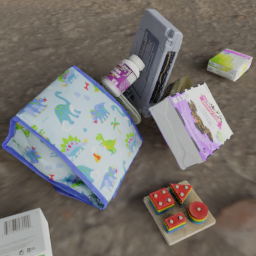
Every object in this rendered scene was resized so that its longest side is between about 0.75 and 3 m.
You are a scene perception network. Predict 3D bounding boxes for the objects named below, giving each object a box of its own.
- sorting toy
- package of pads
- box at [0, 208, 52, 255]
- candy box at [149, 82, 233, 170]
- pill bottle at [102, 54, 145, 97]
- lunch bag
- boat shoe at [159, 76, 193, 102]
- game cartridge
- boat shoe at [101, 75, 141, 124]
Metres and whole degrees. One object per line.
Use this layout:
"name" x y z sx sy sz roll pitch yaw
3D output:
"sorting toy" 1.208 1.859 6.601 1.259 0.441 1.266 -18 47 -18
"package of pads" 3.990 -2.477 10.900 1.228 0.542 1.590 31 47 27
"box" -2.141 2.359 5.761 0.967 0.833 0.972 -14 52 -13
"candy box" 1.726 -0.145 7.341 2.056 0.736 1.725 -25 86 -48
"pill bottle" -0.115 -1.572 8.294 1.239 0.696 0.696 -46 56 -4
"lunch bag" -1.183 0.289 7.248 2.919 1.860 2.482 37 50 -6
"boat shoe" 1.431 -0.704 8.951 0.864 0.940 2.630 -13 34 37
"game cartridge" 0.641 -2.044 8.851 0.596 2.917 1.941 -7 45 -28
"boat shoe" -0.120 -1.028 9.146 0.701 0.841 2.253 -24 53 -16
